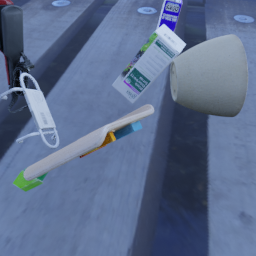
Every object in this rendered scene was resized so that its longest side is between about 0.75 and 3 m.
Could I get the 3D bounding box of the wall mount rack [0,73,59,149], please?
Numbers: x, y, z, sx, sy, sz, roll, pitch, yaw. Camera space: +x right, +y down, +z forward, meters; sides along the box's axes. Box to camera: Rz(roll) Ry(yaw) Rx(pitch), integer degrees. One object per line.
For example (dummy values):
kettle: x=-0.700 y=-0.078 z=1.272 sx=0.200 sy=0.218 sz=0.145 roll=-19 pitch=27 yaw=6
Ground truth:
wall mount rack: x=-1.931 y=-0.272 z=5.965 sx=0.621 sy=1.666 sz=1.447 roll=-23 pitch=-5 yaw=17

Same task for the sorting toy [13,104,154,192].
sorting toy: x=-0.851 y=0.413 z=4.866 sx=2.543 sy=0.374 sz=1.880 roll=-27 pitch=2 yaw=30

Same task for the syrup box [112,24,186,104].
syrup box: x=0.472 y=-1.513 z=6.842 sx=0.732 sy=1.859 sz=0.757 roll=41 pitch=39 yaw=-5

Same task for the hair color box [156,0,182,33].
hair color box: x=1.193 y=-3.182 z=8.750 sx=0.549 sy=1.695 sz=0.926 roll=12 pitch=38 yaw=0

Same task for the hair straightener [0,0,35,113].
hair straightener: x=-2.793 y=-1.535 z=6.880 sx=0.582 sy=2.847 sz=1.095 roll=-18 pitch=43 yaw=-41

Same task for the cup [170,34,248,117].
cup: x=1.379 y=-0.914 z=5.223 sx=1.081 sy=1.512 sz=1.512 roll=-4 pitch=43 yaw=0
